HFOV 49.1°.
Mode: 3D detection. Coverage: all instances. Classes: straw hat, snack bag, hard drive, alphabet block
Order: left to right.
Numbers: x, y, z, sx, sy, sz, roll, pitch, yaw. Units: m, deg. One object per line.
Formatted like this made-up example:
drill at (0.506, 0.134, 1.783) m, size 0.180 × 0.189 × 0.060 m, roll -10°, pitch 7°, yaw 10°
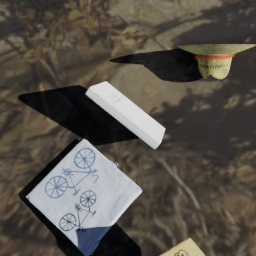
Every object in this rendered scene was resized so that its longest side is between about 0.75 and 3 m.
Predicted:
snack bag at (-1.015, 1.561, 6.770) m, size 2.172 × 0.233 × 2.048 m, roll 36°, pitch 71°, yaw 20°
hard drive at (0.011, -0.371, 6.902) m, size 2.016 × 1.330 × 0.269 m, roll 38°, pitch 109°, yaw 1°
alphabet block at (0.994, 2.782, 5.257) m, size 0.886 × 0.870 × 0.865 m, roll -13°, pitch 45°, yaw -36°
straw hat at (2.358, -1.792, 7.618) m, size 2.134 × 2.134 × 0.903 m, roll 0°, pitch 106°, yaw 0°
